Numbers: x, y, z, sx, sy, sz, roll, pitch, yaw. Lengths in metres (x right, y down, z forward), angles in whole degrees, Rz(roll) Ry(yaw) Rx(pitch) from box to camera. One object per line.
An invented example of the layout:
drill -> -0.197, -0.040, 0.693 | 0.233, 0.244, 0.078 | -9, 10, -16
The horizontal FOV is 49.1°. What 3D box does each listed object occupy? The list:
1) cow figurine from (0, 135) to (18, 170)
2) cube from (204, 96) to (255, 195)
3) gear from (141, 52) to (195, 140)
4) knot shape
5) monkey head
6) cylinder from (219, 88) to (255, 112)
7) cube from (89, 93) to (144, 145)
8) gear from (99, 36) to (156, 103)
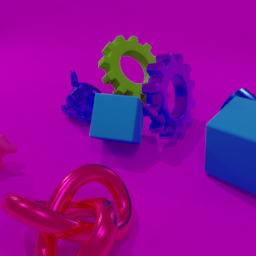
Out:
cow figurine -> -2.959, 0.457, 5.832 | 0.984, 0.549, 1.000 | 40, 90, 4
cube -> 2.344, 0.310, 5.429 | 1.237, 1.237, 1.237 | 23, 45, 37
gear -> 1.001, -0.722, 6.485 | 0.359, 1.944, 1.944 | 3, 32, 37
knot shape -> -0.797, 1.410, 4.161 | 2.088, 0.965, 1.954 | -5, 23, -15
monkey head -> -1.186, -0.669, 7.263 | 1.134, 1.576, 0.950 | 4, 53, 50
cylinder -> 2.835, -0.315, 6.672 | 0.939, 0.939, 0.939 | -22, 53, -27
cube -> -0.203, -0.174, 6.260 | 0.954, 0.954, 0.954 | 6, -5, 13
gear -> 0.136, -1.663, 7.976 | 1.938, 0.358, 1.938 | 9, 70, -27
